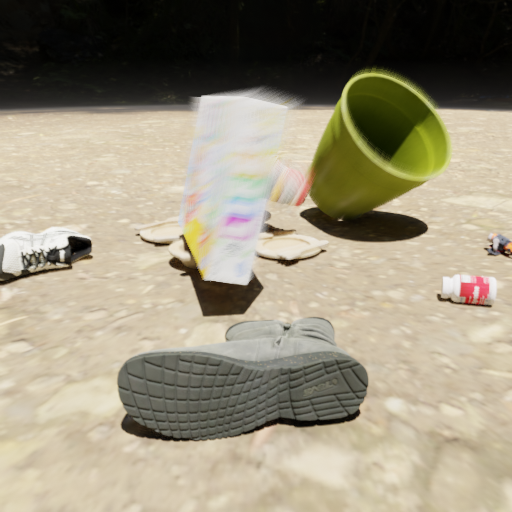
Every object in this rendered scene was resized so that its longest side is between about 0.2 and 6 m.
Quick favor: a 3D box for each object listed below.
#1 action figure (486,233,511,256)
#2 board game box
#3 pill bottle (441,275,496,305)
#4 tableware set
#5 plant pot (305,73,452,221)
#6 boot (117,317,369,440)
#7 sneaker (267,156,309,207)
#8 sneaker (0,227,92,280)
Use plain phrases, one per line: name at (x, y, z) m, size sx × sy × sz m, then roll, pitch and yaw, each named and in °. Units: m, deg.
action figure at (5.124, -0.250, 11.347) m, size 0.864 × 0.467 × 0.893 m, roll 26°, pitch 30°, yaw 34°
board game box at (-0.610, -1.381, 9.798) m, size 0.679 × 2.667 × 3.967 m, roll 9°, pitch 13°, yaw -16°
pill bottle at (3.427, 0.543, 9.068) m, size 0.801 × 0.450 × 0.450 m, roll 4°, pitch 20°, yaw 14°
tableware set at (-0.626, -0.470, 11.945) m, size 3.203 × 0.445 × 3.835 m, roll -11°, pitch 23°, yaw -27°
plant pot at (2.500, -2.193, 12.875) m, size 2.759 × 2.759 × 2.657 m, roll -12°, pitch -21°, yaw -30°
boot at (-0.193, 1.286, 6.637) m, size 2.759 × 0.934 × 1.802 m, roll 1°, pitch 11°, yaw -11°
sneaker at (0.079, -1.909, 12.145) m, size 0.969 × 0.918 × 2.359 m, roll -3°, pitch 34°, yaw -46°
sneaker at (-3.925, -0.085, 10.352) m, size 0.913 × 0.787 × 2.082 m, roll 10°, pitch 23°, yaw 25°
